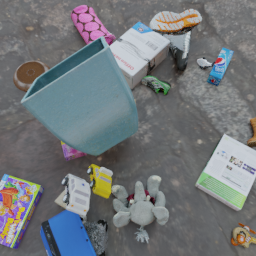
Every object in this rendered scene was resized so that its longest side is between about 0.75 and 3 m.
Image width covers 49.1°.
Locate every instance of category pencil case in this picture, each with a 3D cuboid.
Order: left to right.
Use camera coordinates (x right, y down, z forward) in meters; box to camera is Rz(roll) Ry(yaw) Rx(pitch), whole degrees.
[{"bbox_3d":[-1.658,-4.652,13.082,1.221,1.183,2.607,-40,67,16],"label":"pencil case"}]

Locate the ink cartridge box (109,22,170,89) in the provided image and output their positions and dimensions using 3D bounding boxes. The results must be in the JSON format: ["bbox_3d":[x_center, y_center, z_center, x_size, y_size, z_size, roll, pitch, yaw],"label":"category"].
[{"bbox_3d":[0.335,-3.226,12.373,1.828,1.065,2.528,39,70,17],"label":"ink cartridge box"}]

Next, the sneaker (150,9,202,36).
[{"bbox_3d":[1.675,-3.663,10.077,2.095,0.809,0.820,-15,76,-24],"label":"sneaker"}]

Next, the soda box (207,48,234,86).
[{"bbox_3d":[4.087,-2.715,12.392,0.550,0.581,1.713,25,66,12],"label":"soda box"}]

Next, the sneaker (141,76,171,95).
[{"bbox_3d":[1.162,-1.833,11.995,1.305,0.509,0.556,18,65,8],"label":"sneaker"}]

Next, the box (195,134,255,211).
[{"bbox_3d":[3.773,1.578,10.339,1.715,0.432,2.376,31,66,14],"label":"box"}]

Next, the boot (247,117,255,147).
[{"bbox_3d":[5.074,0.092,10.994,1.396,0.535,1.083,-16,66,-11],"label":"boot"}]

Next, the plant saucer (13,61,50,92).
[{"bbox_3d":[-4.261,-2.376,12.384,1.710,0.313,1.710,0,63,-1],"label":"plant saucer"}]

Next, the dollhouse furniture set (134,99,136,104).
[{"bbox_3d":[-0.253,-1.103,11.650,1.157,0.820,1.259,1,85,1],"label":"dollhouse furniture set"}]

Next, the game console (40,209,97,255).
[{"bbox_3d":[-1.930,3.693,8.817,1.082,1.561,1.829,-16,63,-29],"label":"game console"}]

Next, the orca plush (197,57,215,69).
[{"bbox_3d":[3.540,-2.917,12.515,0.342,0.961,0.506,-8,102,-32],"label":"orca plush"}]

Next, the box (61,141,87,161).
[{"bbox_3d":[-2.074,0.764,10.750,0.818,0.395,0.719,-16,64,-8],"label":"box"}]

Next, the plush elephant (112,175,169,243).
[{"bbox_3d":[0.406,2.522,9.114,1.842,1.731,2.236,-6,63,-3],"label":"plush elephant"}]

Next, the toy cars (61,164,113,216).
[{"bbox_3d":[-0.951,1.428,7.334,1.108,2.471,0.547,41,106,12],"label":"toy cars"}]

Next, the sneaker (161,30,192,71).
[{"bbox_3d":[2.012,-3.631,12.737,1.542,1.002,2.670,8,53,9],"label":"sneaker"}]

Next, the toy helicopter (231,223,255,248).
[{"bbox_3d":[4.051,3.652,9.362,1.146,0.452,0.758,22,56,-1],"label":"toy helicopter"}]

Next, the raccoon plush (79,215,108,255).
[{"bbox_3d":[-1.435,3.647,8.703,1.455,1.051,2.171,-1,37,4],"label":"raccoon plush"}]

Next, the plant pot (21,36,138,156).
[{"bbox_3d":[-1.090,-0.770,8.447,2.627,2.683,2.634,-31,24,5],"label":"plant pot"}]

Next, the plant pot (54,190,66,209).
[{"bbox_3d":[-1.954,2.495,9.697,0.736,0.830,0.831,41,70,6],"label":"plant pot"}]

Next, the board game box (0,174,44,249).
[{"bbox_3d":[-4.042,2.831,9.665,1.434,0.477,2.133,15,64,7],"label":"board game box"}]
